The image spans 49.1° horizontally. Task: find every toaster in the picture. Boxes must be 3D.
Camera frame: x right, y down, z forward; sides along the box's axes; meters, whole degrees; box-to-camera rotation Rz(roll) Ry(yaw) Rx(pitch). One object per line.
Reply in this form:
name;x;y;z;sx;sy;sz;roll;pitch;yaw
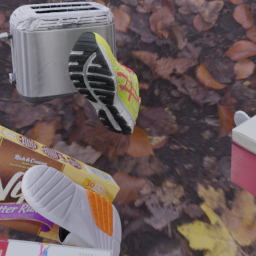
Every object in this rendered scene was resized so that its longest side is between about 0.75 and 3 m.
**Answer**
toaster;-1.372;-1.841;6.594;2.887;1.865;1.641;-13;37;-22

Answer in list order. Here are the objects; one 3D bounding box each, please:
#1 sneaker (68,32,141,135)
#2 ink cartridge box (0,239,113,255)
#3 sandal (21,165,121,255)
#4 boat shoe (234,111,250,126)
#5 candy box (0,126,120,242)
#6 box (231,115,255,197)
sneaker;-0.339;-0.984;5.752;0.989;2.532;1.143;14;60;25
ink cartridge box;-1.140;1.992;3.883;1.698;1.237;0.703;9;64;-6
sandal;-1.034;1.568;5.113;0.773;2.696;1.033;-20;40;25
boat shoe;2.769;0.007;6.327;1.046;0.359;0.296;52;54;-11
candy box;-1.699;1.261;5.659;2.702;0.763;1.576;30;92;-29
box;2.078;0.429;4.408;0.692;1.083;0.590;-26;35;-22
